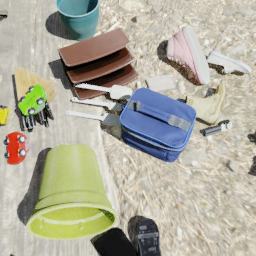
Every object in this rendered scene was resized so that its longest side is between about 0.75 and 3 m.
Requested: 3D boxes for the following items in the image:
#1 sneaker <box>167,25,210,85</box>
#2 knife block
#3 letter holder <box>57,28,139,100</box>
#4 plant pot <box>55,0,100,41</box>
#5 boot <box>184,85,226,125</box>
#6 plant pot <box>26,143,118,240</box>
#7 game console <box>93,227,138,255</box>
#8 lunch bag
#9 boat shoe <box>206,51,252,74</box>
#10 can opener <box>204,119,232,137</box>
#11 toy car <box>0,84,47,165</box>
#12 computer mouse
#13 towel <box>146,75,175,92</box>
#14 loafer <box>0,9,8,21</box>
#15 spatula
[{"bbox_3d":[2.376,-2.749,11.348,0.910,1.264,2.418,-21,89,-52],"label":"sneaker"},{"bbox_3d":[-3.713,-0.966,10.398,2.358,0.754,2.070,26,64,12],"label":"knife block"},{"bbox_3d":[-1.032,-2.403,10.687,2.598,1.306,1.846,-24,58,-13],"label":"letter holder"},{"bbox_3d":[-2.000,-4.651,11.809,1.747,1.642,1.747,0,62,0],"label":"plant pot"},{"bbox_3d":[2.851,-1.054,10.544,1.355,0.635,1.744,18,68,9],"label":"boot"},{"bbox_3d":[-1.643,1.775,8.303,2.440,2.440,2.244,-8,52,-4],"label":"plant pot"},{"bbox_3d":[-0.894,4.141,8.050,2.522,0.304,1.488,-31,66,-16],"label":"game console"},{"bbox_3d":[0.909,-0.200,9.474,2.575,1.704,1.750,22,65,10],"label":"lunch bag"},{"bbox_3d":[4.029,-2.488,11.347,1.811,0.642,0.632,27,93,9],"label":"boat shoe"},{"bbox_3d":[3.275,0.015,10.215,1.133,0.298,0.377,-19,29,-11],"label":"can opener"},{"bbox_3d":[-3.652,-0.422,9.754,2.577,0.611,2.738,-44,68,11],"label":"toy car"},{"bbox_3d":[0.368,3.707,8.165,1.361,0.446,1.939,-9,66,-10],"label":"computer mouse"},{"bbox_3d":[1.299,-1.753,11.138,1.052,0.181,0.697,-12,63,-6],"label":"towel"},{"bbox_3d":[-5.940,-5.063,12.719,1.052,0.395,0.366,-30,62,-15],"label":"loafer"},{"bbox_3d":[-1.108,-0.961,10.517,2.312,0.186,1.607,10,80,12],"label":"spatula"}]
